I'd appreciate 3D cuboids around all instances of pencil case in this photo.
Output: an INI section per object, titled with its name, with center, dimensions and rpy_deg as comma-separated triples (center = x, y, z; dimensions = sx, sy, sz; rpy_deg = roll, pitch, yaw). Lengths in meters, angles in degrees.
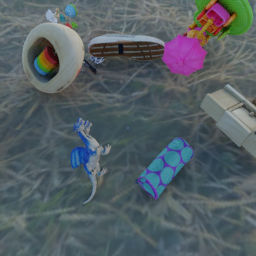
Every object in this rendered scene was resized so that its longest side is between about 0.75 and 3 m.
[pencil case]
center = 0.853, 0.873, 6.260
dimensions = 0.615, 0.668, 1.446
rpy_deg = 35, 60, 23

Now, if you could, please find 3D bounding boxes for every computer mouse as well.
[computer mouse]
center = -0.976, -2.175, 8.883
dimensions = 0.573, 0.229, 1.046
rpy_deg = 33, 57, 7

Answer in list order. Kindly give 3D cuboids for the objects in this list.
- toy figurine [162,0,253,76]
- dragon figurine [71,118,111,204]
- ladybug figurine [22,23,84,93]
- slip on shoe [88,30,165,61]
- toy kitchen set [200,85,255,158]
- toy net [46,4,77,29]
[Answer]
[toy figurine]
center = 1.923, -2.578, 8.246
dimensions = 1.920, 2.558, 2.354
rpy_deg = 42, 85, -6
[dragon figurine]
center = -0.918, 0.693, 6.289
dimensions = 0.895, 1.801, 0.530
rpy_deg = 15, 11, 38
[ladybug figurine]
center = -1.982, -1.859, 7.523
dimensions = 0.885, 2.460, 1.670
rpy_deg = -36, 102, -43
[slip on shoe]
center = -0.022, -2.644, 8.751
dimensions = 2.430, 0.924, 0.736
rpy_deg = -2, 60, -4
[toy kitchen set]
center = 3.357, -0.681, 6.407
dimensions = 1.812, 2.004, 2.221
rpy_deg = -22, 58, -33
[toy net]
center = -2.346, -3.942, 10.033
dimensions = 1.495, 0.784, 0.289
rpy_deg = 14, 48, 38
